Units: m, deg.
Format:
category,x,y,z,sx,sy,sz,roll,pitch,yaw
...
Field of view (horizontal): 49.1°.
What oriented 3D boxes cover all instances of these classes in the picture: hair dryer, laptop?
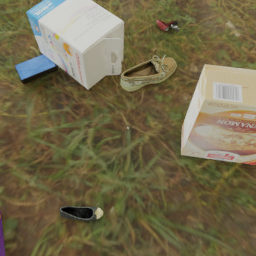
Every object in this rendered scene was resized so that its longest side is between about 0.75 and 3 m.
category,x,y,z,sx,sy,sz,roll,pitch,yaw
hair dryer,1.412,-3.611,9.872,0.920,0.250,0.701,19,47,5
laptop,-2.867,-1.927,8.694,1.171,1.251,0.725,-27,100,-13

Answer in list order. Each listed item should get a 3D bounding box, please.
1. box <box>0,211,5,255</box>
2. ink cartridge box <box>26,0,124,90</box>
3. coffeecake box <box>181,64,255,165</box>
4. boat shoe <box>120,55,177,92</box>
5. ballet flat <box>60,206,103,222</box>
category,x,y,z,sx,sy,sz,roll,pitch,yaw
box,-3.566,3.150,6.194,1.580,0.452,2.310,-15,64,-8
ink cartridge box,-1.379,-2.635,8.466,2.632,1.692,1.648,39,68,18
coffeecake box,2.502,-0.165,6.660,2.029,2.643,0.966,7,61,3
boat shoe,0.675,-1.737,8.632,1.950,0.611,0.715,-28,66,-14
ballet flat,-1.142,2.083,6.833,1.067,0.303,0.355,1,63,0
